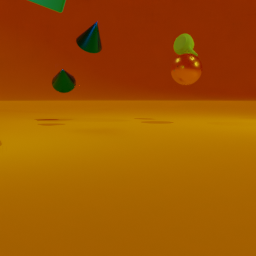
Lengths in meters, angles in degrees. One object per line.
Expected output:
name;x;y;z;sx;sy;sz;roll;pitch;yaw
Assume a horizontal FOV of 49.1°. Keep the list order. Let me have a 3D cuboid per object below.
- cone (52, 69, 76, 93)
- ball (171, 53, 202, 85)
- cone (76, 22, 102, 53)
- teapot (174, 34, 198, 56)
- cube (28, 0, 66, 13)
cone;-2.606;-2.091;11.284;0.994;0.994;0.998;-1;-23;-10
ball;2.136;-2.153;10.260;1.141;1.141;1.141;0;6;0
cone;-1.123;-3.043;8.993;0.893;0.893;0.896;-3;-33;-29
teapot;2.424;-3.457;11.805;0.699;0.887;1.427;14;33;-39
cube;-1.448;-2.826;4.839;0.985;0.985;0.985;15;-43;-19
